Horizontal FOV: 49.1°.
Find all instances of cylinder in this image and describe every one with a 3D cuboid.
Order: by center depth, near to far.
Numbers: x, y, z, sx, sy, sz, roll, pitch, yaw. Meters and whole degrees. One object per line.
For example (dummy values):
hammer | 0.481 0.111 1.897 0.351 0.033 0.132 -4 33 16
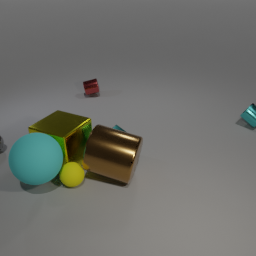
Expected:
cylinder | -0.419 0.741 8.134 1.400 1.400 1.400 16 31 8
cylinder | 4.947 -0.499 11.078 0.700 0.700 0.700 46 44 13
cylinder | -1.819 -2.056 13.987 0.700 0.700 0.700 -14 29 0

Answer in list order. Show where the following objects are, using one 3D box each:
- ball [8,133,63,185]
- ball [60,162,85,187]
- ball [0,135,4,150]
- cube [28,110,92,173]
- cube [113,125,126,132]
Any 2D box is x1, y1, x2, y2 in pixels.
ball | -2.478 0.826 7.581 1.400 1.400 1.400 0 28 0
ball | -1.599 1.330 8.019 0.700 0.700 0.700 0 28 0
ball | -4.588 0.505 9.492 0.700 0.700 0.700 0 28 0
cube | -2.075 0.432 8.941 1.400 1.400 1.400 14 32 24
cube | -0.407 0.459 9.395 0.700 0.700 0.700 36 37 7
